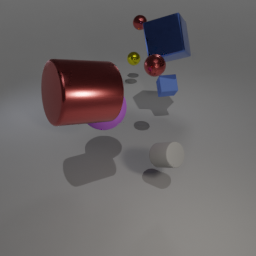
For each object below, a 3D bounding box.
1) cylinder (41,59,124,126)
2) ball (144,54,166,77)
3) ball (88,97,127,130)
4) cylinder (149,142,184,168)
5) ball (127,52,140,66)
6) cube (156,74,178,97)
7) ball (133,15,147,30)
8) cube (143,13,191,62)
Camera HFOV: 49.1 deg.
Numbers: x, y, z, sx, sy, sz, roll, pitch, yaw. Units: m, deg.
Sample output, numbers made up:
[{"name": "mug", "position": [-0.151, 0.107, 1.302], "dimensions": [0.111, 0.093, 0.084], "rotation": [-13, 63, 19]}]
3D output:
[{"name": "cylinder", "position": [-1.030, -0.789, 6.207], "dimensions": [1.400, 1.400, 1.400], "rotation": [-6, 31, -33]}, {"name": "ball", "position": [0.853, -1.981, 8.875], "dimensions": [0.700, 0.700, 0.700], "rotation": [0, 32, 0]}, {"name": "ball", "position": [-0.740, -0.634, 8.396], "dimensions": [1.400, 1.400, 1.400], "rotation": [0, 32, 0]}, {"name": "cylinder", "position": [1.062, 0.739, 7.686], "dimensions": [0.700, 0.700, 0.700], "rotation": [-27, 12, -36]}, {"name": "ball", "position": [0.299, -3.603, 14.550], "dimensions": [0.700, 0.700, 0.700], "rotation": [0, 32, 0]}, {"name": "cube", "position": [1.605, -1.739, 11.555], "dimensions": [0.700, 0.700, 0.700], "rotation": [-6, -11, -6]}, {"name": "ball", "position": [0.583, -5.122, 13.610], "dimensions": [0.700, 0.700, 0.700], "rotation": [0, 32, 0]}, {"name": "cube", "position": [1.534, -3.395, 10.819], "dimensions": [1.400, 1.400, 1.400], "rotation": [-8, 3, 23]}]
